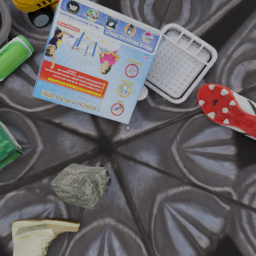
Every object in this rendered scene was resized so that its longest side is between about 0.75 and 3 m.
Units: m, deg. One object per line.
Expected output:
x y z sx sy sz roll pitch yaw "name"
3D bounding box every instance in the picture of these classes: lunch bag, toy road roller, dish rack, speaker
-1.071 1.285 6.670 1.128 0.786 0.946 3 40 32 "lunch bag"
-2.296 -4.033 7.938 2.126 1.552 1.306 -29 76 -8 "toy road roller"
1.281 -1.773 7.885 1.759 0.446 2.050 37 77 9 "dish rack"
-3.351 -1.924 7.833 0.637 0.637 1.440 42 78 11 "speaker"

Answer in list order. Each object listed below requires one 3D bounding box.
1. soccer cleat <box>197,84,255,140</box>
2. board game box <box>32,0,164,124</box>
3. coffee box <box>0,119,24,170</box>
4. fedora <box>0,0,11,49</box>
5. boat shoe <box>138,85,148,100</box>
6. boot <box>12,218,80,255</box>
3.005 -0.311 7.288 2.705 1.152 0.928 35 108 31 "soccer cleat"
-0.734 -1.585 6.721 2.449 0.684 2.397 17 107 -17 "board game box"
-4.285 0.001 7.273 1.813 0.648 2.949 -39 78 -10 "coffee box"
-4.043 -2.874 7.992 1.628 0.831 1.841 -24 78 -6 "fedora"
-0.251 -1.236 7.636 1.678 0.582 0.594 18 70 1 "boat shoe"
-1.935 2.770 6.531 1.632 0.588 1.262 -3 73 5 "boot"
